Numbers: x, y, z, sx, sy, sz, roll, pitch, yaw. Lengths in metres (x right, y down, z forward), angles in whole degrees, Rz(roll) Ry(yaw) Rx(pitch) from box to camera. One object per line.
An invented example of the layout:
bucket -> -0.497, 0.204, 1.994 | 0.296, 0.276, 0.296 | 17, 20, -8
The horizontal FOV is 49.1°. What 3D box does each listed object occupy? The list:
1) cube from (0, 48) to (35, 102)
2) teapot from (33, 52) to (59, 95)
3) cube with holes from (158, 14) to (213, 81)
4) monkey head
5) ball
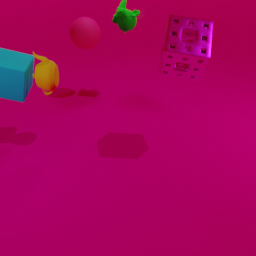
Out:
cube -> -3.065, -1.389, 7.331 | 0.952, 0.952, 0.952 | 11, 36, -10
teapot -> -2.107, -1.360, 7.092 | 0.606, 1.237, 0.769 | 0, 40, -1
cube with holes -> 1.280, -1.785, 6.356 | 0.966, 0.966, 0.966 | 10, 70, 2
monkey head -> -0.049, -3.905, 9.778 | 0.810, 0.967, 1.345 | 23, -16, -16
ball -> -1.545, -3.411, 10.093 | 1.110, 1.110, 1.110 | 0, 29, 0
